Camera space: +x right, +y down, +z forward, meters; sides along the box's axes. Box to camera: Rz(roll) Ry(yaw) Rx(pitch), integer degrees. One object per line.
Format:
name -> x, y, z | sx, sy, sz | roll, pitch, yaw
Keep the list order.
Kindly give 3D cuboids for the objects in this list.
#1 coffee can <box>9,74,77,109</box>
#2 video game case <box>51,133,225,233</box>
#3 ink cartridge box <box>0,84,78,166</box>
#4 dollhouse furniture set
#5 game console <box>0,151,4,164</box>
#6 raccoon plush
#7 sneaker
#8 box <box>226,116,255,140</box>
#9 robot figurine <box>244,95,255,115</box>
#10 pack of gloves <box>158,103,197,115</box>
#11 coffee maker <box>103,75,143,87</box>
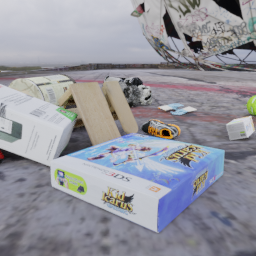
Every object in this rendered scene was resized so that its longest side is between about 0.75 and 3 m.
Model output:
coffee can -> -3.091, -1.118, 10.500 | 1.653, 1.653, 2.259 | 6, 16, 24
video game case -> 0.276, 0.762, 5.393 | 2.326, 0.583, 2.566 | 12, 18, 36
ink cartridge box -> -2.579, -0.177, 6.740 | 2.330, 0.979, 1.701 | 21, 14, -4
dollhouse furniture set -> -0.970, 0.041, 8.516 | 2.276, 1.950, 2.393 | -14, -15, -43
game console -> -4.624, 0.634, 6.530 | 2.430, 1.674, 2.820 | 28, -4, -37
raccoon plush -> 0.010, -1.685, 13.950 | 2.559, 1.238, 1.715 | 13, 11, 42
sneaker -> 0.916, 0.060, 8.392 | 1.242, 0.486, 0.480 | 7, 25, 28
box -> 3.350, -0.005, 8.311 | 0.530, 0.477, 0.942 | -13, 4, 38
robot figurine -> 5.461, -0.871, 11.241 | 1.272, 0.839, 1.450 | -11, 18, -37
pack of gloves -> 2.137, -0.752, 12.199 | 1.312, 0.259, 1.102 | -15, 31, -35
coffee maker -> -0.157, -2.359, 16.077 | 1.956, 1.317, 1.878 | 9, 16, 29
